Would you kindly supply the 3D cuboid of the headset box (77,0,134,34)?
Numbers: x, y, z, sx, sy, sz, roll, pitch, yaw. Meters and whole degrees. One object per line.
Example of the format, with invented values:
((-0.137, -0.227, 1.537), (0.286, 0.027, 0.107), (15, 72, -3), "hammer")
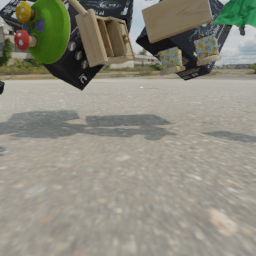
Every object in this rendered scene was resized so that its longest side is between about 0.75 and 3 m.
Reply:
((-0.966, -3.909, 9.929), (2.149, 0.997, 1.871), (8, 45, 4), "headset box")

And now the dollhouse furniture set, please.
((0.527, -2.657, 7.146), (2.993, 2.750, 1.948), (-13, 7, 27), "dollhouse furniture set")

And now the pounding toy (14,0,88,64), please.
((-1.791, -2.136, 5.569), (0.820, 1.364, 1.767), (-9, -27, -50), "pounding toy")

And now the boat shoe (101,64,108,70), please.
((-1.569, -2.963, 11.350), (1.697, 0.604, 0.592), (35, 13, -20), "boat shoe")

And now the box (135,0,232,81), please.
((1.918, -3.233, 9.210), (2.371, 2.332, 1.392), (32, -13, -20), "box")

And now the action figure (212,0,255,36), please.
((3.181, -3.422, 7.542), (1.183, 2.002, 0.548), (20, -15, 22), "action figure")

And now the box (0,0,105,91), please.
((-2.033, -2.591, 8.138), (1.646, 1.428, 2.692), (30, -14, 35), "box")

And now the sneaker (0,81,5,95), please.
((-3.986, -1.204, 7.849), (1.006, 0.412, 0.368), (10, -5, -37), "sneaker")
